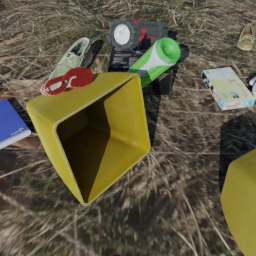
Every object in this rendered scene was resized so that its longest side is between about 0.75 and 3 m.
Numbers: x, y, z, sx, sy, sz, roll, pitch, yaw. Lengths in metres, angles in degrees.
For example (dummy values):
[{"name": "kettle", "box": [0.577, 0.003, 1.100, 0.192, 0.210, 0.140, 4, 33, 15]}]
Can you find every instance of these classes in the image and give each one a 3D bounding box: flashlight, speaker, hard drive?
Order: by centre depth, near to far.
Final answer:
[{"name": "speaker", "box": [0.653, -1.749, 7.812, 0.801, 1.811, 0.801, 9, 70, -26]}, {"name": "hard drive", "box": [-3.937, -0.143, 8.598, 1.207, 0.232, 1.829, -29, 52, -26]}, {"name": "flashlight", "box": [0.407, -2.934, 8.813, 0.909, 0.912, 2.684, 17, 23, 23]}]

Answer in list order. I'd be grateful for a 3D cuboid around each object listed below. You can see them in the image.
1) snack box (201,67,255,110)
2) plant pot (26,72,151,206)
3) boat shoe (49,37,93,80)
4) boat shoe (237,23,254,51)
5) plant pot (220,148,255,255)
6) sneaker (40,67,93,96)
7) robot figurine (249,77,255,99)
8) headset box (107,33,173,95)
[{"name": "snack box", "box": [3.431, -1.416, 9.766, 1.109, 0.354, 1.909, -8, 46, -7]}, {"name": "plant pot", "box": [-1.141, -0.032, 7.160, 2.158, 2.446, 2.446, 23, 48, 39]}, {"name": "boat shoe", "box": [-2.142, -2.365, 10.326, 1.030, 0.888, 2.862, 11, 46, 11]}, {"name": "boat shoe", "box": [5.105, -3.921, 12.110, 0.629, 0.538, 1.715, 10, 46, 10]}, {"name": "plant pot", "box": [3.244, 1.539, 5.652, 2.261, 2.246, 2.313, -23, 44, -21]}, {"name": "sneaker", "box": [-1.463, -1.076, 6.462, 1.239, 0.485, 0.716, -22, 16, -33]}, {"name": "robot figurine", "box": [4.806, -1.368, 9.317, 1.651, 0.932, 1.400, -32, 47, -28]}, {"name": "headset box", "box": [0.481, -2.543, 10.354, 2.163, 1.091, 2.910, 2, 45, 2]}]
